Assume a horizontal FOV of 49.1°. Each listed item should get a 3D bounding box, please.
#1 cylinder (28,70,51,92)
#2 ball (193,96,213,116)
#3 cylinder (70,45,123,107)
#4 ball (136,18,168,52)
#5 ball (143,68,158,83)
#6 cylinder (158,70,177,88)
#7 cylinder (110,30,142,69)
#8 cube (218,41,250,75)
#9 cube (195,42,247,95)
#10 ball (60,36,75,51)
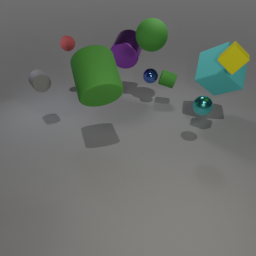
[{"bbox_3d":[-3.371,-1.802,10.697,0.700,0.700,0.700,-16,33,-25],"label":"cylinder"},{"bbox_3d":[2.631,-0.785,9.847,0.700,0.700,0.700,0,31,0],"label":"ball"},{"bbox_3d":[-0.981,-1.593,8.738,1.400,1.400,1.400,-10,69,-16],"label":"cylinder"},{"bbox_3d":[1.034,-4.050,12.216,1.400,1.400,1.400,0,31,0],"label":"ball"},{"bbox_3d":[1.058,-2.457,13.210,0.700,0.700,0.700,0,31,0],"label":"ball"},{"bbox_3d":[1.871,-2.308,13.241,0.700,0.700,0.700,19,32,-1],"label":"cylinder"},{"bbox_3d":[-0.053,-3.874,13.750,1.400,1.400,1.400,7,46,11],"label":"cylinder"},{"bbox_3d":[3.494,-2.318,9.255,0.700,0.700,0.700,44,35,-3],"label":"cube"},{"bbox_3d":[3.799,-2.359,11.434,1.400,1.400,1.400,28,-22,-33],"label":"cube"},{"bbox_3d":[-2.830,-3.964,13.118,0.700,0.700,0.700,0,31,0],"label":"ball"}]
